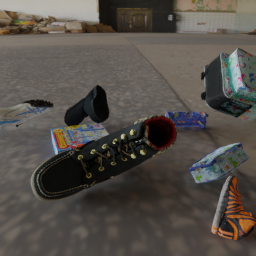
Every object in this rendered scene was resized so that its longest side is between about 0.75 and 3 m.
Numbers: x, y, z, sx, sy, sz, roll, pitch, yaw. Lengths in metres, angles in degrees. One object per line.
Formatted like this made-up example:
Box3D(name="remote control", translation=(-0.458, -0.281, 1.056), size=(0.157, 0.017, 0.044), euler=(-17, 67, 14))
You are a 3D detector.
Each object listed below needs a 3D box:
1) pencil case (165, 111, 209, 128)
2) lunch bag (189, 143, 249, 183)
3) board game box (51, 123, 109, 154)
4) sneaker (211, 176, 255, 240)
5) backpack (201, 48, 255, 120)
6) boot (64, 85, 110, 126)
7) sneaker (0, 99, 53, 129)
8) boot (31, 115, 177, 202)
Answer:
Box3D(name="pencil case", translation=(1.835, -0.257, 8.856), size=(1.332, 0.520, 0.579), euler=(1, 31, 1))
Box3D(name="lunch bag", translation=(1.905, 0.747, 5.970), size=(1.106, 0.456, 0.889), euler=(-26, -6, -23))
Box3D(name="board game box", translation=(-1.243, 0.373, 7.510), size=(1.438, 0.410, 1.468), euler=(-8, 24, -19))
Box3D(name="sneaker", translation=(1.920, 1.413, 4.879), size=(0.674, 0.466, 1.202), euler=(14, 51, 22))
Box3D(name="backpack", translation=(3.774, -1.369, 9.211), size=(2.262, 1.703, 2.008), euler=(20, 59, -25))
Box3D(name="boot", translation=(-1.298, -0.401, 8.488), size=(1.454, 0.661, 1.731), euler=(-38, 32, 21))
Box3D(name="sneaker", translation=(-3.176, -0.430, 8.548), size=(1.822, 0.660, 0.655), euler=(-15, 29, -17))
Box3D(name="boot", translation=(-0.416, 0.512, 5.375), size=(2.545, 0.919, 1.922), euler=(-17, -10, -42))
